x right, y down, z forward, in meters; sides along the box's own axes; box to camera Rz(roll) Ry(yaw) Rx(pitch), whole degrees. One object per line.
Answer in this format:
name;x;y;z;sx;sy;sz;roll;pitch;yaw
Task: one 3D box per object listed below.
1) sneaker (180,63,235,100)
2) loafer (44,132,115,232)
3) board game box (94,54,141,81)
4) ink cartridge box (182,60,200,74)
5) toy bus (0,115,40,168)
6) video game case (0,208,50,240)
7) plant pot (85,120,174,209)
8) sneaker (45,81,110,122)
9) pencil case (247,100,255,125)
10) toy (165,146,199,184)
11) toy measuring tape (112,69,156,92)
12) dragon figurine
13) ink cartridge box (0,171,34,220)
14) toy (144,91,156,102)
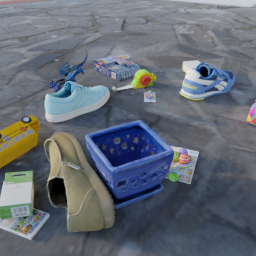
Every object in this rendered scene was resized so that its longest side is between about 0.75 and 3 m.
sneaker;3.291;-1.967;10.992;2.892;1.189;1.069;-21;36;-34
loafer;-1.347;1.069;6.207;1.006;1.134;2.983;-14;34;-30
board game box;-0.328;-2.929;13.101;1.816;0.560;1.817;-25;40;-33
ink cartridge box;3.102;-2.599;12.688;0.765;0.437;1.474;-7;33;-11
toy bus;-3.136;0.374;7.615;0.744;0.618;1.900;35;40;13
video game case;-2.195;1.916;5.840;0.900;0.081;0.644;12;33;18
plant pot;-0.005;0.851;6.346;1.493;1.342;1.493;-15;35;-23
sneaker;-1.664;-1.150;9.754;0.999;1.108;2.704;24;40;32
pencil case;4.652;-0.242;8.650;1.837;0.812;0.812;28;42;35
toy;1.353;0.826;7.332;0.837;0.343;1.453;12;34;17
toy measuring tape;0.289;-1.990;11.477;1.985;0.730;0.730;-14;35;-21
dragon figurine;-2.273;-2.208;11.105;0.608;2.067;1.028;46;18;9
ink cartridge box;-2.429;1.445;6.199;0.629;0.359;1.211;-4;26;-15
toy;0.844;-1.245;10.784;0.434;0.178;0.753;1;32;3
